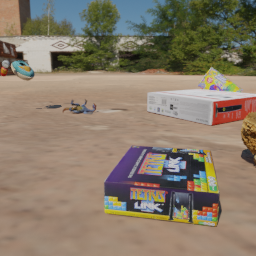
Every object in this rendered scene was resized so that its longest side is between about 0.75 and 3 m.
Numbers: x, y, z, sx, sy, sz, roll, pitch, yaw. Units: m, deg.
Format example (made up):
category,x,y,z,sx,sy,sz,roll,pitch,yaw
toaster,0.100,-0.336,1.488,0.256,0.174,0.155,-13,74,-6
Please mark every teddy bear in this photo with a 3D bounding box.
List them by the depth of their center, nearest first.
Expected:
category,x,y,z,sx,sy,sz,roll,pitch,yaw
teddy bear,2.793,0.433,3.987,2.348,0.784,1.703,10,22,11

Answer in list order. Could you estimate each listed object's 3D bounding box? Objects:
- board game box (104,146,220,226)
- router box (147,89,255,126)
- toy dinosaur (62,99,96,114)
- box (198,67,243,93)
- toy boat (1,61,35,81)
category,x,y,z,sx,sy,sz,roll,pitch,yaw
board game box,0.470,0.618,3.546,1.196,0.410,1.446,4,13,11
router box,2.458,-0.791,9.163,2.522,0.686,2.810,-8,15,-33
toy dinosaur,-1.548,-0.697,9.461,0.982,0.516,0.891,-3,-11,42
box,3.640,-1.662,11.170,1.438,0.877,1.385,38,19,5
toy boat,-3.629,-1.945,9.221,0.944,0.522,1.123,42,30,23
